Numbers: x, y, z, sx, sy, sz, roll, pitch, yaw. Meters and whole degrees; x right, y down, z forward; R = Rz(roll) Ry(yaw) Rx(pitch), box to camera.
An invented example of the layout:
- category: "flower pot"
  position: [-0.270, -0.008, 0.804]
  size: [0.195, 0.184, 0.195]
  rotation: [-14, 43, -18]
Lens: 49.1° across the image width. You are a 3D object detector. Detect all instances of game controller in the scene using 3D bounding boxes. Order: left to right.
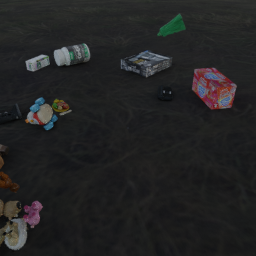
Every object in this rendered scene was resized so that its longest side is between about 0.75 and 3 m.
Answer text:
- category: "game controller"
  position: [1.924, -1.802, 14.505]
  size: [0.763, 0.308, 1.463]
  rotation: [16, 34, -2]

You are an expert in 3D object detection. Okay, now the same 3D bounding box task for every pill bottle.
- category: "pill bottle"
  position: [-3.611, -4.696, 18.074]
  size: [2.056, 1.163, 1.163]
  rotation: [-21, 38, -27]

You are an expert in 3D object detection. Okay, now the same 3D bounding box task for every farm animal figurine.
- category: "farm animal figurine"
  position: [-3.280, 2.388, 7.404]
  size: [1.844, 1.148, 2.283]
  rotation: [-42, 52, -21]

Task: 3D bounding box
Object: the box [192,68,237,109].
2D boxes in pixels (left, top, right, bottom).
- category: "box"
  position: [4.198, -2.010, 13.918]
  size: [1.136, 1.186, 2.379]
  rotation: [-6, 34, -10]

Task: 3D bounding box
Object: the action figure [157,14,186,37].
- category: "action figure"
  position: [1.265, -3.011, 8.450]
  size: [0.845, 0.499, 0.231]
  rotation: [-28, 24, 5]

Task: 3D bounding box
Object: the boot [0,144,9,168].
- category: "boot"
  position: [-4.951, 1.070, 9.914]
  size: [1.072, 0.515, 1.467]
  rotation: [-2, 32, 9]

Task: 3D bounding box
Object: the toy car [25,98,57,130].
- category: "toy car"
  position: [-3.901, -0.447, 11.926]
  size: [1.242, 1.145, 1.099]
  rotation: [-22, 28, 19]

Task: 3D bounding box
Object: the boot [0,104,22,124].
- category: "boot"
  position: [-5.525, -0.598, 12.504]
  size: [1.343, 0.441, 1.107]
  rotation: [-19, 36, -20]

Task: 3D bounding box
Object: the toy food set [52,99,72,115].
- category: "toy food set"
  position: [-3.171, -1.095, 13.247]
  size: [0.699, 0.388, 1.188]
  rotation: [-21, 38, -28]

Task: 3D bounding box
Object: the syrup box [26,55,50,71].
- category: "syrup box"
  position: [-5.699, -4.120, 17.722]
  size: [0.588, 0.569, 1.445]
  rotation: [17, 37, 24]

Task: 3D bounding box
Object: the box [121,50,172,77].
- category: "box"
  position: [1.170, -4.083, 17.575]
  size: [2.061, 0.650, 2.613]
  rotation: [28, 42, 35]
